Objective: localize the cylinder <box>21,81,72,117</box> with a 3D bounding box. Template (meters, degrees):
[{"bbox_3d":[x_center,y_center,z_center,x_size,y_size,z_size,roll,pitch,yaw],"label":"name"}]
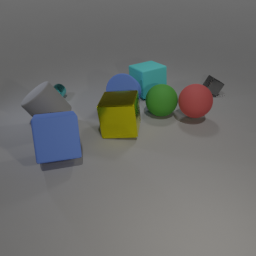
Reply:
[{"bbox_3d":[-3.208,-0.873,11.070,1.400,1.400,1.400,-29,30,19],"label":"cylinder"}]

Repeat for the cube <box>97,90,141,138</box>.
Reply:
[{"bbox_3d":[-0.304,-0.546,10.918,1.400,1.400,1.400,-2,30,10],"label":"cube"}]

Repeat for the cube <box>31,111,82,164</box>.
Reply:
[{"bbox_3d":[-2.374,0.249,9.314,1.400,1.400,1.400,-7,11,-14],"label":"cube"}]

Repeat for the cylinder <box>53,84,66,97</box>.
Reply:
[{"bbox_3d":[-3.469,-1.728,13.744,0.700,0.700,0.700,4,31,6],"label":"cylinder"}]

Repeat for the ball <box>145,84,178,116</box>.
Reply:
[{"bbox_3d":[1.457,-1.204,12.161,1.400,1.400,1.400,0,31,0],"label":"ball"}]

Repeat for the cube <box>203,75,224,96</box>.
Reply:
[{"bbox_3d":[4.288,-2.150,14.163,0.700,0.700,0.700,26,20,-15],"label":"cube"}]

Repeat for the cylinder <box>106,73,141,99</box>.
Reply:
[{"bbox_3d":[-0.159,-1.657,12.507,1.400,1.400,1.400,4,5,7],"label":"cylinder"}]

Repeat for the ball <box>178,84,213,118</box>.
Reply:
[{"bbox_3d":[2.780,-1.116,11.553,1.400,1.400,1.400,0,31,0],"label":"ball"}]

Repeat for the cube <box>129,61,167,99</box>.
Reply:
[{"bbox_3d":[0.995,-2.465,14.139,1.400,1.400,1.400,-18,31,-22],"label":"cube"}]
